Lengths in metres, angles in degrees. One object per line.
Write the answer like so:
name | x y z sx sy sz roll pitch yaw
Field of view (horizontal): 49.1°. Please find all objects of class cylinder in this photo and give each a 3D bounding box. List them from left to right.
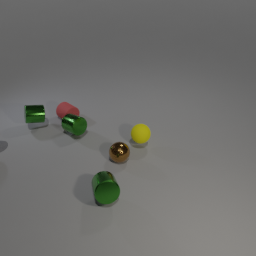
cylinder | -3.627 -0.543 10.861 0.700 0.700 0.700 -4 32 -25
cylinder | -2.481 -0.645 11.544 0.700 0.700 0.700 28 42 36
cylinder | -2.010 -0.138 10.488 0.700 0.700 0.700 18 36 40
cylinder | -0.623 1.637 7.744 0.700 0.700 0.700 -8 15 -12

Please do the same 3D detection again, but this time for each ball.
ball | -0.283 0.805 9.315 0.700 0.700 0.700 0 33 0
ball | 0.447 0.199 9.833 0.700 0.700 0.700 0 33 0
